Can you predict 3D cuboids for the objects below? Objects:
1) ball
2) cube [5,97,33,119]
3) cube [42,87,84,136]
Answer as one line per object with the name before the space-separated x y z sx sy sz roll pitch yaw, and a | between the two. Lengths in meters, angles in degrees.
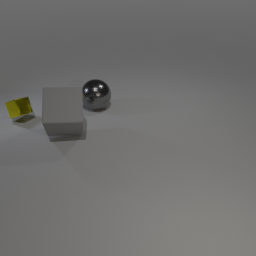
ball | -1.462 -1.522 12.781 1.400 1.400 1.400 0 30 0
cube | -4.585 -0.861 11.822 0.700 0.700 0.700 -11 10 33
cube | -2.387 -0.603 10.463 1.400 1.400 1.400 -2 71 -9
